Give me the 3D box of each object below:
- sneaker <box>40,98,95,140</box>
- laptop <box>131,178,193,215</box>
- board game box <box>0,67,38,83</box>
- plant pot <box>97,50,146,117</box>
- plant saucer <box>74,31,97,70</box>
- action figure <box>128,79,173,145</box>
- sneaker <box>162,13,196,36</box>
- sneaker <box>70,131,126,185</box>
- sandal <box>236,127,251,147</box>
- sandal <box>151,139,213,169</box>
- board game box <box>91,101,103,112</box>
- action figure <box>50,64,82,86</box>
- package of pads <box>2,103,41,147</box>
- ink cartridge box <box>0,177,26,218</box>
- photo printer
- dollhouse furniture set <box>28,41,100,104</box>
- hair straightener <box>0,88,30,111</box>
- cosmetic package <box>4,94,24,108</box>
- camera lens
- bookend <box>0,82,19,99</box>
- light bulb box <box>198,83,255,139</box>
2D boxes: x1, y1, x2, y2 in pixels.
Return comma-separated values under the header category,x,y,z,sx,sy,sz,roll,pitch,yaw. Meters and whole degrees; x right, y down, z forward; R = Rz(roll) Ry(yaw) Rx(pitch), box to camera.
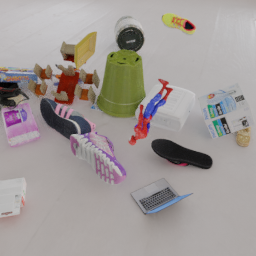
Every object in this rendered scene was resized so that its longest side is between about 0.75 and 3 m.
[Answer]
category,x,y,z,sx,sy,sz,roll,pitch,yaw
sneaker,-2.557,-0.424,11.636,1.193,1.021,2.910,-14,40,-44
laptop,0.992,2.018,8.596,1.323,0.819,1.413,-19,43,-23
board game box,-5.835,-2.634,13.742,2.586,0.446,1.750,-1,21,-21
plant pot,-0.180,-2.095,12.340,2.417,2.295,2.417,3,40,-2
plant saucer,-1.199,-2.151,7.656,0.207,0.855,0.855,33,61,7
action figure,0.595,-0.412,8.234,0.541,0.685,2.093,23,79,30
sneaker,1.674,-3.394,9.009,1.210,0.473,0.546,19,8,-6
sneaker,-0.880,0.883,9.858,1.192,1.085,2.697,-23,43,-36
sandal,4.686,-0.125,11.321,0.727,0.653,1.984,9,40,10
sandal,1.890,1.047,10.126,2.302,0.519,0.865,19,47,0
board game box,-1.092,-1.090,12.912,0.975,0.126,0.975,13,41,16
action figure,-3.123,-2.670,14.008,1.853,1.002,1.915,10,21,36
package of pads,-4.344,-0.154,11.283,1.182,0.742,1.962,-17,42,-20
ink cartridge box,-3.646,2.227,8.708,0.782,0.361,1.436,-7,41,-9
photo printer,1.733,-1.016,12.231,2.065,0.862,2.482,16,42,19
dollhouse furniture set,-2.762,-2.477,13.341,2.939,1.514,2.907,7,71,10
hair straightener,-5.240,-1.185,12.020,2.789,1.073,0.571,8,-6,30
cosmetic package,-5.153,-1.059,12.650,0.590,0.417,1.140,-3,40,-4
camera lens,0.069,-5.779,17.291,1.780,1.780,2.225,-3,40,-4
bookend,-6.112,-1.736,13.325,1.297,0.597,1.288,12,41,15
light bulb box,3.879,-0.694,11.183,1.710,1.067,1.695,-21,35,19
